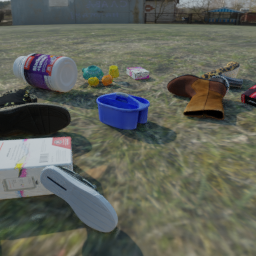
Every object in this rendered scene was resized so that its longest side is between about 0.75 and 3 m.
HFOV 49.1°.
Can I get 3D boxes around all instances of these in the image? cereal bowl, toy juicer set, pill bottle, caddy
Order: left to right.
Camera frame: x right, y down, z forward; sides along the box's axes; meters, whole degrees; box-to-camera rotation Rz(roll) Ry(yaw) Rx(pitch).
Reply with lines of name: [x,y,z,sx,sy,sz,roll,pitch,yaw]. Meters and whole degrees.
pill bottle: [-3.549,-2.386,11.842,2.567,1.430,1.430,13,27,26]
toy juicer set: [-1.687,-2.353,12.901,2.405,0.654,1.530,8,43,7]
caddy: [-0.163,-0.648,8.682,1.742,0.914,1.231,17,29,33]
cereal bowl: [3.454,-1.533,10.771,0.907,0.907,0.378,19,5,35]

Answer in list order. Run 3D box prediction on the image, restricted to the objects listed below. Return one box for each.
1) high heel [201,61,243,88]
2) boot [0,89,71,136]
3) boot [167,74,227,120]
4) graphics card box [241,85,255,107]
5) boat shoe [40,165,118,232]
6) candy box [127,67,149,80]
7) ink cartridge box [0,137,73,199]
high heel: [4.215,-2.637,12.961,1.770,0.886,2.482,10,35,6]
boot: [-3.032,-0.548,8.485,2.613,0.956,1.967,-9,26,-4]
boot: [2.320,-1.022,10.091,2.308,0.840,2.452,10,38,17]
graphics card box: [4.975,-1.061,9.924,0.989,0.401,1.576,-29,35,-18]
boat shoe: [-0.762,1.108,4.803,1.550,0.559,0.550,39,18,8]
candy box: [0.481,-2.720,13.865,0.778,0.348,1.141,-9,26,-19]
ink cartridge box: [-2.212,0.800,5.759,2.099,0.708,1.223,-3,25,-10]
